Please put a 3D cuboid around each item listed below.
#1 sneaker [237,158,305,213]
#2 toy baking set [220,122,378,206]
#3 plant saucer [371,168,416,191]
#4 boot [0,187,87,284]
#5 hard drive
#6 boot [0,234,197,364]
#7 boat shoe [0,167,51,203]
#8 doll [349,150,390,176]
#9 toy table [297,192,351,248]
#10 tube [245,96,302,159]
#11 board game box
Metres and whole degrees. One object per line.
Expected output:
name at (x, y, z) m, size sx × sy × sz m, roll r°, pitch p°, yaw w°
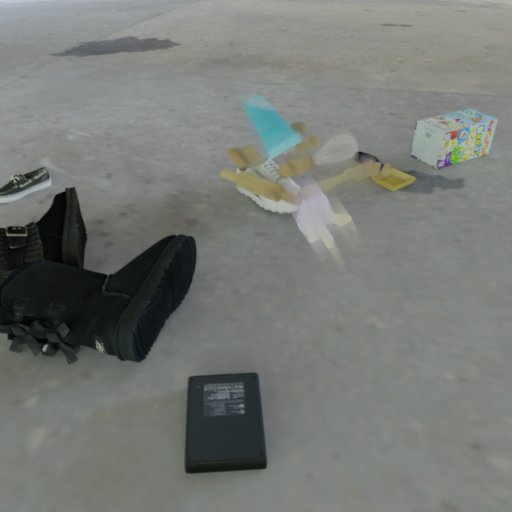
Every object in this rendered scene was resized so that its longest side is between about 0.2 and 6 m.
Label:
sneaker at (0.321, -1.725, 13.017) m, size 0.892 × 0.940 × 2.334 m, roll -22°, pitch 37°, yaw -36°
toy baking set at (0.866, -2.108, 12.408) m, size 3.304 × 0.384 × 2.536 m, roll 28°, pitch 61°, yaw 31°
plant saucer at (3.420, -1.888, 14.010) m, size 0.818 × 0.198 × 0.818 m, roll -23°, pitch 40°, yaw -30°
boot at (-4.495, -0.427, 11.044) m, size 2.070 × 1.042 × 2.769 m, roll -7°, pitch 35°, yaw -10°
hard drive at (-0.436, 2.262, 7.733) m, size 1.055 × 0.249 × 1.512 m, roll -2°, pitch 34°, yaw -3°
boot at (-2.675, 0.521, 9.610) m, size 2.583 × 1.166 × 3.152 m, roll 8°, pitch 37°, yaw 14°
boat shoe at (-5.716, -1.738, 13.510) m, size 0.551 × 0.496 × 1.558 m, roll 24°, pitch 40°, yaw 31°
doll at (2.854, -2.510, 14.651) m, size 1.032 × 0.367 × 1.513 m, roll 4°, pitch 24°, yaw -22°
toy table at (1.146, -0.622, 9.844) m, size 0.896 × 0.571 × 0.975 m, roll -22°, pitch 39°, yaw 41°
tube at (0.324, -3.038, 13.089) m, size 0.789 × 0.514 × 2.038 m, roll -34°, pitch 47°, yaw 8°
board game box at (5.368, -3.205, 15.223) m, size 2.000 × 1.030 × 1.049 m, roll -18°, pitch 38°, yaw -25°
